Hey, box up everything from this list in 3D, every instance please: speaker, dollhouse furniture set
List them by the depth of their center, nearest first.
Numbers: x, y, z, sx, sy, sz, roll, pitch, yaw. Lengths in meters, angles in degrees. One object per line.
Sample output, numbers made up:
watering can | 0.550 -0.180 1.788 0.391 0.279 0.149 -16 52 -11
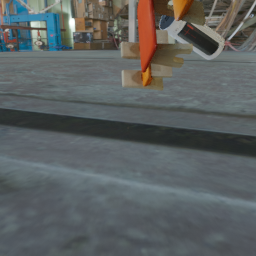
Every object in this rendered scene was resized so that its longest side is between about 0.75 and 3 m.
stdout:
dollhouse furniture set | 0.335 -2.476 5.495 1.449 2.783 2.814 2 -22 -11
speaker | 2.079 -3.062 9.041 2.178 0.884 0.884 22 6 -30
